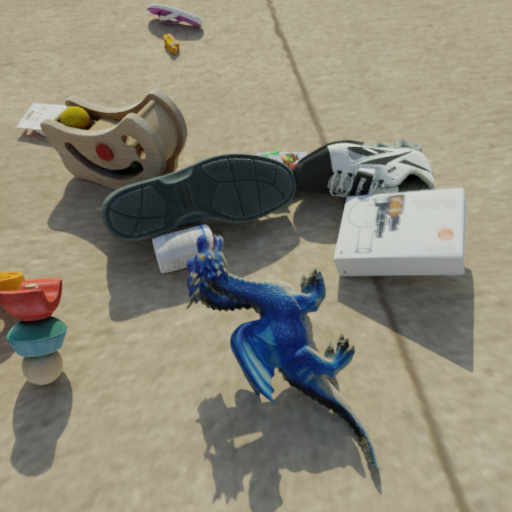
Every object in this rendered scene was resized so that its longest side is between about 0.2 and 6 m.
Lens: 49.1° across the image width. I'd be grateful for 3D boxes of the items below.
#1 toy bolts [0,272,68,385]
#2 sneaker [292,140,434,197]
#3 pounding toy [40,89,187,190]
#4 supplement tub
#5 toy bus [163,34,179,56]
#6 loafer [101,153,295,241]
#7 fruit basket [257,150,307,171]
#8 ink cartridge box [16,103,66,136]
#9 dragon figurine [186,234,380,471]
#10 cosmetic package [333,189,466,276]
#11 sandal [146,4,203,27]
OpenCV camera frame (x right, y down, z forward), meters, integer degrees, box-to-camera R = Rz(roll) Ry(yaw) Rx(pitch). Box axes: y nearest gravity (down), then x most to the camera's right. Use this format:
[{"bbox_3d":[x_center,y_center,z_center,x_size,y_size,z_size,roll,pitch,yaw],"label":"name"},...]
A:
[{"bbox_3d":[-3.688,1.120,8.243,2.116,1.468,2.021,-2,9,10],"label":"toy bolts"},{"bbox_3d":[1.998,-1.403,10.159,2.718,1.007,1.203,-9,53,-11],"label":"sneaker"},{"bbox_3d":[-2.435,-1.775,9.912,3.282,1.876,1.883,19,52,15],"label":"pounding toy"},{"bbox_3d":[-1.195,-0.120,9.356,0.956,0.631,0.631,-14,52,-12],"label":"supplement tub"},{"bbox_3d":[-2.094,-5.225,13.858,0.262,0.218,0.670,-22,53,-19],"label":"toy bus"},{"bbox_3d":[-1.024,-1.080,9.793,3.390,1.218,1.066,-13,12,-18],"label":"loafer"},{"bbox_3d":[0.630,-1.659,10.706,1.056,0.495,0.978,-7,57,-15],"label":"fruit basket"},{"bbox_3d":[-4.377,-2.858,11.892,1.098,0.275,0.883,5,51,10],"label":"ink cartridge box"},{"bbox_3d":[0.265,1.323,7.649,1.817,1.076,3.655,-20,85,-13],"label":"dragon figurine"},{"bbox_3d":[2.398,-0.383,9.269,1.996,0.516,1.505,-2,49,24],"label":"cosmetic package"},{"bbox_3d":[-2.158,-6.145,14.480,1.604,0.653,0.394,18,93,14],"label":"sandal"}]
